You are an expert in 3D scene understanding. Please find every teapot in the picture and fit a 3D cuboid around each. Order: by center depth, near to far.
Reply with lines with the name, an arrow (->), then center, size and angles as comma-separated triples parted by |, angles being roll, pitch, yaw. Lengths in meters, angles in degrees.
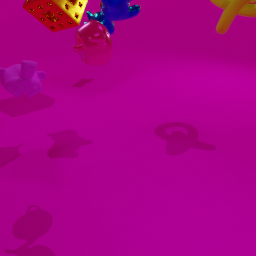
teapot -> -0.586, -1.327, 4.456 | 0.571, 0.725, 1.165 | -20, 9, -17

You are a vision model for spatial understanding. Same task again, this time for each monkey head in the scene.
monkey head -> -2.520, -1.269, 6.673 | 1.438, 1.034, 0.866 | -3, 41, -40

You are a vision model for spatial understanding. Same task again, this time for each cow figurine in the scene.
cow figurine -> -0.484, -2.960, 6.984 | 1.520, 0.848, 1.545 | -21, -11, 4

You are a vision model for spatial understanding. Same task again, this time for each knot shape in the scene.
knot shape -> 2.839, -3.146, 7.119 | 1.911, 0.883, 1.788 | 12, 56, 51

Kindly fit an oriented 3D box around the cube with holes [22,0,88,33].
cube with holes -> -2.394, -4.313, 9.451 | 1.360, 1.360, 1.360 | 2, -20, 36
